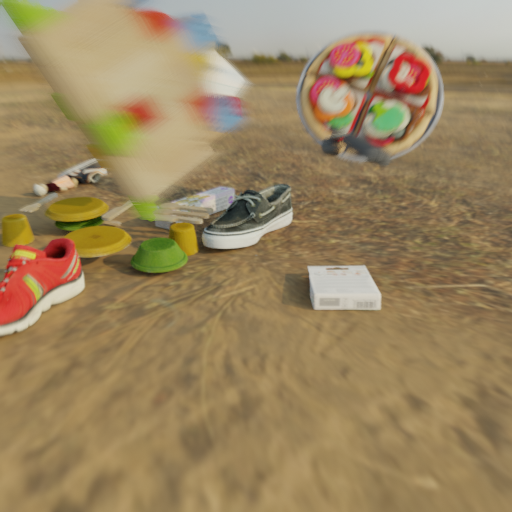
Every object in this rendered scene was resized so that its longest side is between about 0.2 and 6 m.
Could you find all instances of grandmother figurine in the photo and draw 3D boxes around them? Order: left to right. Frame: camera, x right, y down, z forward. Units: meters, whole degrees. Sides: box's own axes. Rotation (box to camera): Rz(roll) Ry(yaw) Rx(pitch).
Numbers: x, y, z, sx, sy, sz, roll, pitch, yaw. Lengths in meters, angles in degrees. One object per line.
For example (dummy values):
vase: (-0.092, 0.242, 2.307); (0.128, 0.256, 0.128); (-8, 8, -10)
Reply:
grandmother figurine: (-4.881, -1.669, 13.452); (0.681, 0.340, 1.123); (0, 17, 26)

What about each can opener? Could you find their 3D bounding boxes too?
can opener: (1.571, -1.715, 9.149); (0.432, 0.541, 1.619); (13, 22, -28)

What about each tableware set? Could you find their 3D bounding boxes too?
tableware set: (-2.745, -0.366, 9.930); (3.725, 0.572, 2.510); (7, 25, 13)

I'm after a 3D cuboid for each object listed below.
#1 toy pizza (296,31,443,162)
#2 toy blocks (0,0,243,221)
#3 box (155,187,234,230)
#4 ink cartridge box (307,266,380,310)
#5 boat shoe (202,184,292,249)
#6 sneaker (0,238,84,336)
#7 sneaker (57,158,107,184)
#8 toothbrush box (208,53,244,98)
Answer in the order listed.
toy pizza: (2.101, -3.059, 10.414); (2.713, 2.713, 0.430); (3, -13, 7)
toy blocks: (-1.227, -2.062, 6.509); (1.931, 2.824, 1.411); (-40, 33, -15)
box: (-1.242, -1.023, 11.657); (0.431, 0.402, 2.080); (15, 26, 34)
ink cartridge box: (1.234, 0.449, 8.140); (0.926, 0.288, 1.151); (0, 17, 0)
boat shoe: (-0.156, -0.813, 10.456); (0.900, 0.886, 2.497); (13, 25, 29)
sneaker: (-3.174, 0.337, 7.435); (0.856, 0.943, 2.222); (7, 22, 17)
sneaker: (-4.407, -2.037, 14.210); (1.347, 0.535, 0.528); (-19, 9, 20)
toothbrush box: (-1.102, -2.657, 9.281); (1.539, 1.127, 0.656); (-57, 24, -19)
